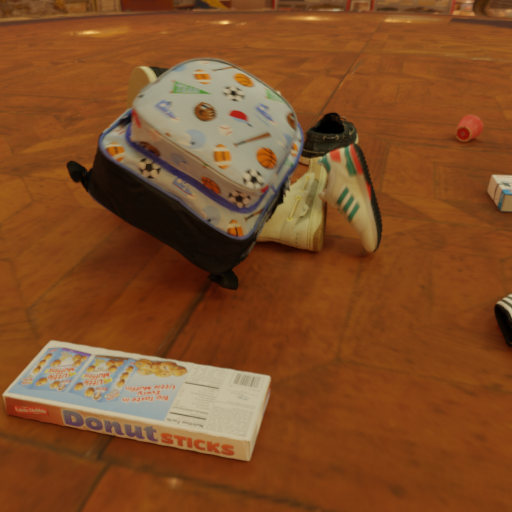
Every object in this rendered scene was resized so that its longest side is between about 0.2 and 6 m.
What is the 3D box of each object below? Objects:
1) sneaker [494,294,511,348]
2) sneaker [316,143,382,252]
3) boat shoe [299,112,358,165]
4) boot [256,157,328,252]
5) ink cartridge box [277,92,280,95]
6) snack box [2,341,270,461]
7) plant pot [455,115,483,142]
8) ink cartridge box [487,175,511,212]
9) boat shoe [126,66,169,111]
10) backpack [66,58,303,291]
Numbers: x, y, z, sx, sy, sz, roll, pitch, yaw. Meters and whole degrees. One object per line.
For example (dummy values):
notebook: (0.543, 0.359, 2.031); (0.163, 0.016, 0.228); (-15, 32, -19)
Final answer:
sneaker: (4.626, 1.239, 8.312); (1.408, 0.924, 2.448); (-23, 28, -19)
sneaker: (1.800, -1.059, 10.954); (0.997, 2.132, 0.751); (-12, 10, 23)
boat shoe: (2.153, -3.598, 16.233); (1.188, 1.054, 3.178); (19, 35, 29)
boot: (0.453, -1.221, 12.005); (2.155, 1.009, 2.772); (4, 47, 9)
ink cartridge box: (0.241, -3.108, 12.751); (0.612, 1.016, 1.399); (7, 29, -9)
snack box: (-1.556, 1.856, 7.491); (3.337, 0.406, 1.200); (7, 31, 12)
plant pot: (6.447, -3.842, 17.091); (0.727, 0.727, 0.643); (23, 47, 34)
ink cartridge box: (6.036, -1.459, 13.131); (0.835, 0.489, 1.140); (2, 32, 4)
boat shoe: (-2.286, -2.371, 11.953); (1.068, 3.408, 1.247); (-14, 50, -41)
backpack: (-0.823, -1.816, 9.800); (3.527, 2.717, 3.359); (36, 45, -6)
